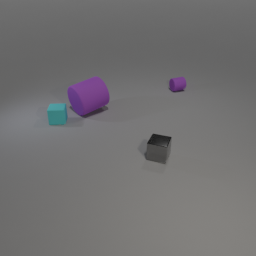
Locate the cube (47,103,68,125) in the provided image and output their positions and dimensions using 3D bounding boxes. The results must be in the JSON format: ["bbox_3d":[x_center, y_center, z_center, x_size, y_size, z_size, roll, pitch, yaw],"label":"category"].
[{"bbox_3d":[-3.018,-0.597,12.014,0.700,0.700,0.700,-2,29,-3],"label":"cube"}]

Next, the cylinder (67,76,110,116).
[{"bbox_3d":[-1.785,-1.451,12.654,1.400,1.400,1.400,-28,39,-28],"label":"cylinder"}]

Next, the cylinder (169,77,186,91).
[{"bbox_3d":[2.696,-2.384,15.192,0.700,0.700,0.700,-12,31,-16],"label":"cylinder"}]

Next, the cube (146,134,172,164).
[{"bbox_3d":[1.072,0.702,9.663,0.700,0.700,0.700,10,31,18],"label":"cube"}]
